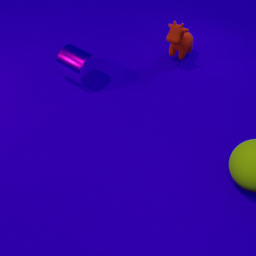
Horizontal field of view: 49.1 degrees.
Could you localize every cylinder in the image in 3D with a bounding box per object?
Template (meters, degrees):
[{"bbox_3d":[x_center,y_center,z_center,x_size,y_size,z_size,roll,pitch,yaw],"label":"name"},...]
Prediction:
[{"bbox_3d":[-1.699,-2.167,9.579,1.093,1.093,1.093,31,60,21],"label":"cylinder"}]

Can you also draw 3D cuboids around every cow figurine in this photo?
[{"bbox_3d":[1.885,-3.188,9.959,0.780,1.398,1.421,27,47,25],"label":"cow figurine"}]

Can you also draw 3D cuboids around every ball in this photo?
[{"bbox_3d":[3.269,0.956,7.077,1.350,1.350,1.350,0,54,0],"label":"ball"}]
